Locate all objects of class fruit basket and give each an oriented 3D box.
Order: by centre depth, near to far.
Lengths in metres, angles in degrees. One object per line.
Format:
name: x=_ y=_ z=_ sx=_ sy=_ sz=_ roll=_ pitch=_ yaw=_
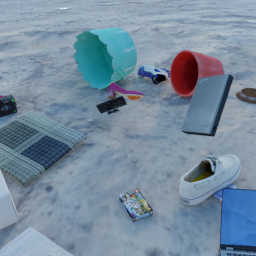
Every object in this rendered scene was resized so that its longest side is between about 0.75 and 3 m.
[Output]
fruit basket: x=-2.050 y=3.113 z=5.266 sx=2.380 sy=1.116 sz=2.205 roll=7 pitch=31 yaw=39

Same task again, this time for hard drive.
hard drive: x=2.133 y=-0.618 z=7.628 sx=0.274 sy=1.667 sz=1.163 roll=24 pitch=-8 yaw=-26

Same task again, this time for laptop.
laptop: x=3.030 y=2.501 z=5.738 sx=2.001 sy=1.239 sz=2.138 roll=3 pitch=34 yaw=5

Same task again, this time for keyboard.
keyboard: x=-0.590 y=-0.772 z=10.539 sx=1.161 sy=0.604 sz=0.230 roll=-18 pitch=40 yaw=23

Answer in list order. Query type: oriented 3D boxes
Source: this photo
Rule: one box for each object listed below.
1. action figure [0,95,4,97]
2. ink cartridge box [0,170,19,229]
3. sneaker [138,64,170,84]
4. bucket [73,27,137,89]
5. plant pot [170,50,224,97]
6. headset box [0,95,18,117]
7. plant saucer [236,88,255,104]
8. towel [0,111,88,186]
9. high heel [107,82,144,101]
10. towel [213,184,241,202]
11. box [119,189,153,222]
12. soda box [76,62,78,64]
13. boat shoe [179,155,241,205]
action figure: x=-5.744 y=-1.280 z=12.184 sx=1.465 sy=0.379 sz=0.479 roll=-2 pitch=31 yaw=-7
ink cartridge box: x=-4.222 y=1.882 z=6.806 sx=2.505 sy=1.053 sz=1.828 roll=-20 pitch=39 yaw=-27
sneaker: x=1.242 y=-2.667 z=13.930 sx=1.669 sy=0.674 sz=0.964 roll=12 pitch=34 yaw=14
bucket: x=-1.040 y=-3.353 z=13.234 sx=2.806 sy=2.806 sz=1.826 roll=29 pitch=42 yaw=35
plant pot: x=3.194 y=-2.475 z=12.677 sx=1.778 sy=2.010 sz=2.010 roll=-7 pitch=33 yaw=-29
headset box: x=-4.905 y=-0.893 z=11.276 sx=0.795 sy=0.692 sz=0.369 roll=-20 pitch=38 yaw=-29
plant saucer: x=5.569 y=-1.498 z=12.585 sx=1.335 sy=0.244 sz=1.335 roll=-1 pitch=33 yaw=0
towel: x=-3.314 y=0.558 z=9.450 sx=2.870 sy=0.496 sz=2.763 roll=22 pitch=43 yaw=26
high heel: x=-0.056 y=-1.356 z=10.039 sx=1.392 sy=0.469 sz=0.668 roll=1 pitch=65 yaw=25
towel: x=2.976 y=1.930 z=7.585 sx=0.803 sy=0.130 sz=1.093 roll=-29 pitch=42 yaw=-33
box: x=0.202 y=2.022 z=7.408 sx=0.590 sy=0.163 sz=0.864 roll=-15 pitch=37 yaw=-21
soda box: x=-1.706 y=-3.742 z=15.062 sx=2.149 sy=0.760 sz=0.681 roll=5 pitch=32 yaw=-17
boat shoe: x=2.362 y=1.200 z=7.920 sx=2.447 sy=0.854 sz=0.868 roll=-24 pitch=30 yaw=-28
